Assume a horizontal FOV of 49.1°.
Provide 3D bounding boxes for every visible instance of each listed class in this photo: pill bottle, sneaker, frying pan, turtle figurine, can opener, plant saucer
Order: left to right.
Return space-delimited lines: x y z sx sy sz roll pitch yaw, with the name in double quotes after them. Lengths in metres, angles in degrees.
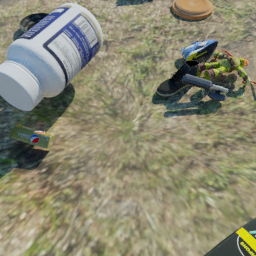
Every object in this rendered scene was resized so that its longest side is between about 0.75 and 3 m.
-2.001 -1.805 7.159 1.592 1.592 2.867 22 55 17 "pill bottle"
-2.760 -3.747 10.149 2.255 0.367 1.364 -3 52 -5 "frying pan"
1.424 -1.477 8.099 1.392 0.740 0.521 -28 57 -20 "sneaker"
2.561 -4.833 11.071 1.613 0.260 1.613 0 52 -1 "plant saucer"
2.339 -2.611 9.159 1.384 0.512 0.569 -25 54 -20 "sneaker"
2.144 -1.101 7.814 1.339 0.357 0.448 15 83 -6 "can opener"
2.979 -1.788 8.395 1.652 0.660 2.049 -18 54 -14 "turtle figurine"

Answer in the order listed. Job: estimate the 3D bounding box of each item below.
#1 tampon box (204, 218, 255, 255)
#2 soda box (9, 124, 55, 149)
1.512 2.696 3.899 2.324 1.467 1.742 -15 51 -37 "tampon box"
-2.336 0.198 6.825 1.008 0.341 0.323 16 97 6 "soda box"
